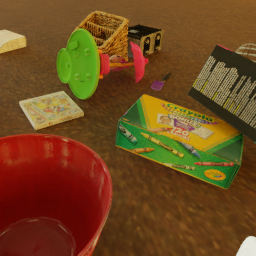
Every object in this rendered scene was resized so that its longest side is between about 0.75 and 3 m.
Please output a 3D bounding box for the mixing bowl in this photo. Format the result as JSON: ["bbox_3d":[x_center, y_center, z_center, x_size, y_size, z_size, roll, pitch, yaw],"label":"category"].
[{"bbox_3d":[-1.648,1.519,4.199,2.883,1.561,2.883,1,34,0],"label":"mixing bowl"}]

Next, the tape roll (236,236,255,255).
[{"bbox_3d":[1.082,2.304,2.024,0.959,2.743,2.743,14,37,19],"label":"tape roll"}]

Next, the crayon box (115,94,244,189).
[{"bbox_3d":[1.215,0.201,6.453,2.611,0.761,1.551,20,34,14],"label":"crayon box"}]

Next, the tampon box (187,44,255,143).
[{"bbox_3d":[2.841,-0.727,6.427,1.616,1.361,2.156,1,35,-48],"label":"tampon box"}]

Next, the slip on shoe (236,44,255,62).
[{"bbox_3d":[5.223,-2.569,10.960,0.829,1.040,2.737,34,8,-29],"label":"slip on shoe"}]

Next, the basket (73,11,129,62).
[{"bbox_3d":[-1.315,-3.743,11.741,1.737,1.814,2.434,-25,42,-32],"label":"basket"}]

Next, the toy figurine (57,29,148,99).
[{"bbox_3d":[-0.704,-2.211,9.900,2.669,2.177,2.900,-10,13,-36],"label":"toy figurine"}]

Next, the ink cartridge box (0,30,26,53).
[{"bbox_3d":[-6.378,-4.044,13.321,1.912,0.671,2.352,26,38,33],"label":"ink cartridge box"}]

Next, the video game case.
[{"bbox_3d":[-2.351,-0.596,8.523,1.468,0.185,1.613,-19,39,-27],"label":"video game case"}]

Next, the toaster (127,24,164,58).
[{"bbox_3d":[0.461,-3.984,12.741,1.821,1.081,1.647,27,43,34],"label":"toaster"}]

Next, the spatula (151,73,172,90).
[{"bbox_3d":[1.280,-1.745,10.276,0.395,0.144,1.398,18,38,24],"label":"spatula"}]
